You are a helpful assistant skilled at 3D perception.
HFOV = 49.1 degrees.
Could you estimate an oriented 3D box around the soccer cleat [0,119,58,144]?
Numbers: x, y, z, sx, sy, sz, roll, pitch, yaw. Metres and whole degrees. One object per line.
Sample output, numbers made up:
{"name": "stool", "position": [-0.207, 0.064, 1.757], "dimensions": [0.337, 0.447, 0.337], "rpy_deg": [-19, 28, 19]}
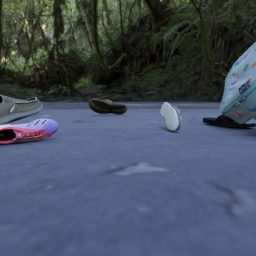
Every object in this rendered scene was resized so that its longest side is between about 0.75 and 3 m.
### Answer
{"name": "soccer cleat", "position": [-1.972, 0.090, 5.391], "dimensions": [1.318, 0.439, 0.504], "rpy_deg": [-6, 14, -28]}

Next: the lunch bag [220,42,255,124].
{"name": "lunch bag", "position": [3.266, -1.240, 7.493], "dimensions": [0.842, 2.183, 1.751], "rpy_deg": [31, -34, -6]}

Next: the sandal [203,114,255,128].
{"name": "sandal", "position": [2.959, -0.270, 8.390], "dimensions": [0.671, 0.427, 1.784], "rpy_deg": [-4, 9, -32]}

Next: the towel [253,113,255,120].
{"name": "towel", "position": [4.101, -0.902, 5.547], "dimensions": [2.449, 0.689, 2.861], "rpy_deg": [-18, -21, -5]}

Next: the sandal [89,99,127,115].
{"name": "sandal", "position": [-0.964, -1.083, 13.328], "dimensions": [1.889, 0.772, 0.516], "rpy_deg": [3, 41, -19]}

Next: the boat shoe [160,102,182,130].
{"name": "boat shoe", "position": [1.215, -0.298, 7.439], "dimensions": [0.387, 0.463, 1.296], "rpy_deg": [18, 24, -17]}

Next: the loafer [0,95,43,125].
{"name": "loafer", "position": [-2.639, -0.459, 6.151], "dimensions": [0.747, 0.692, 1.986], "rpy_deg": [-14, 10, 23]}
